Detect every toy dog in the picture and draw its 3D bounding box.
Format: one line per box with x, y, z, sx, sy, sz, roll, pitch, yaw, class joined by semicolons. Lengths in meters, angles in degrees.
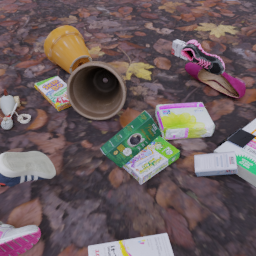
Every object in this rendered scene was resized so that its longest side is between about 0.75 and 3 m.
-4.292;-0.765;9.996;1.113;0.813;1.687;-26;48;-26;toy dog

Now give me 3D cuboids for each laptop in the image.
3.441;0.403;8.907;0.780;0.833;0.483;-30;78;-29;laptop

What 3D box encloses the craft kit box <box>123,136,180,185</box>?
0.469;0.759;8.661;1.619;0.393;1.599;-30;52;-29;craft kit box

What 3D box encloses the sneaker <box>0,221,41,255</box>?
-2.994;2.472;6.431;1.906;0.775;0.841;-9;45;-11;sneaker

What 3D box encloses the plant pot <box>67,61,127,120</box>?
-0.972;-1.546;10.238;2.058;2.058;1.795;6;25;6;plant pot

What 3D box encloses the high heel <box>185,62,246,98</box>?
3.428;-1.969;11.224;2.630;0.887;1.264;21;35;17;high heel

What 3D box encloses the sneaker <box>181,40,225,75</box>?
2.542;-2.349;9.742;1.698;0.671;0.810;41;49;16;sneaker

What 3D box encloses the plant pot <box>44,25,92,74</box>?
-2.456;-3.198;12.184;1.799;1.799;1.647;-28;64;-27;plant pot

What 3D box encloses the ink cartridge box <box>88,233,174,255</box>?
0.112;3.050;5.803;1.770;0.758;1.306;-6;43;-9;ink cartridge box

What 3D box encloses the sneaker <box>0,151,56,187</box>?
-2.649;1.068;6.918;0.867;2.052;0.769;-34;68;12;sneaker

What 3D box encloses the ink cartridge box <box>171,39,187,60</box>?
2.585;-3.756;13.432;0.916;0.672;0.379;34;51;30;ink cartridge box

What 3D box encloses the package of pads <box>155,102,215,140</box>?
1.921;-0.250;9.584;1.758;0.599;1.358;-5;42;-5;package of pads

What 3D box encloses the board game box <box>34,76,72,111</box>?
-2.854;-1.462;11.192;1.037;0.325;2.170;-28;46;-28;board game box

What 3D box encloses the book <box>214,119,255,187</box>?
4.285;0.635;8.667;2.833;0.681;1.892;-31;47;-28;book

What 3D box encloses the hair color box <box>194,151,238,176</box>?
2.498;1.030;7.994;1.135;0.344;0.562;-9;57;22;hair color box

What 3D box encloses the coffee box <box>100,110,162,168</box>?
0.095;0.267;6.120;1.259;0.774;0.277;-41;50;2;coffee box
